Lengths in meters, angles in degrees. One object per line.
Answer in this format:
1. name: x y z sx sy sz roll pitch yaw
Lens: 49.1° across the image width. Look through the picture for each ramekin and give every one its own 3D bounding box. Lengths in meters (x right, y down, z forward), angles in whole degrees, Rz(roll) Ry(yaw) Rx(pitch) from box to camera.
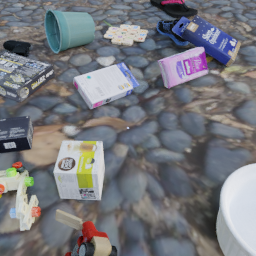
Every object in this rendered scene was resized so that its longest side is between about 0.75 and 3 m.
1. ramekin: 2.444 1.637 4.622 1.984 0.967 1.984 0 42 0

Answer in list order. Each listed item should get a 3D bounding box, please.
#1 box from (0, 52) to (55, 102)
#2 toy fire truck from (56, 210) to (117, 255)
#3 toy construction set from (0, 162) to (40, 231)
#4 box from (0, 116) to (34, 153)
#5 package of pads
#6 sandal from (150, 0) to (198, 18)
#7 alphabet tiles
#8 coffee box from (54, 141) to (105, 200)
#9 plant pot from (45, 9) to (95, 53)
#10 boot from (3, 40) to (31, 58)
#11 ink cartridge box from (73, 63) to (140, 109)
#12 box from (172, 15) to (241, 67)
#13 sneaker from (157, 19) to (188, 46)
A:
1. box: -3.516 -1.637 8.575 1.970 0.484 1.588 19 44 19
2. toy fire truck: -0.783 1.830 4.292 0.694 0.950 1.079 20 14 -30
3. toy construction set: -2.516 1.210 5.146 1.945 0.896 1.275 9 19 -1
4. box: -2.729 0.149 6.642 0.847 0.441 0.771 -6 43 -7
5. package of pads: 1.642 -1.799 8.337 1.406 0.847 0.532 -21 19 -11
6. sandal: 2.039 -5.828 13.029 1.108 0.665 2.949 -24 47 -24
7. alphabet tiles: -0.072 -3.700 11.106 1.612 0.120 1.648 8 43 10
8. coffee box: -0.936 0.838 5.589 0.831 0.840 0.839 1 42 2
9. plant pot: -2.048 -3.534 10.069 1.426 1.456 1.456 -19 45 -30
10. boot: -3.972 -2.732 9.868 1.048 0.388 0.859 1 43 -3
11. ink cartridge box: -0.585 -1.234 7.968 1.651 0.346 0.985 -25 69 -26
12. box: 2.751 -3.153 9.725 2.317 0.375 1.403 32 48 3
13. sneaker: 1.768 -3.934 10.888 0.677 0.752 1.930 -21 47 -21
